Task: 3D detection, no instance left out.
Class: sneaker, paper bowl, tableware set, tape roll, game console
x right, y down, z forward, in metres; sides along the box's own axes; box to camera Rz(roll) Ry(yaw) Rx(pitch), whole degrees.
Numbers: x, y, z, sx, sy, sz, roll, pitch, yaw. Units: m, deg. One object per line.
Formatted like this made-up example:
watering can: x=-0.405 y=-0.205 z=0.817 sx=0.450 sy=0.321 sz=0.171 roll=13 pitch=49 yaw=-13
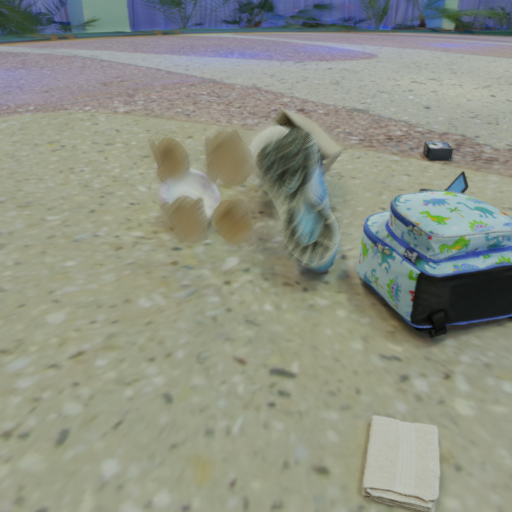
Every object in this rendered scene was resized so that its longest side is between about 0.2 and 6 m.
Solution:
sneaker: x=0.858 y=-1.086 z=11.222 sx=1.253 sy=1.437 sz=3.196 roll=-15 pitch=64 yaw=10
paper bowl: x=-1.564 y=-1.252 z=12.821 sx=1.345 sy=0.700 sz=1.345 roll=7 pitch=68 yaw=-18
tableware set: x=-0.925 y=-1.149 z=9.976 sx=2.484 sy=2.075 sz=0.288 roll=4 pitch=24 yaw=38
tape roll: x=0.553 y=-2.193 z=13.332 sx=1.028 sy=1.497 sz=1.497 roll=24 pitch=8 yaw=-42
game console: x=4.656 y=-1.659 z=13.985 sx=1.025 sy=0.710 sz=1.201 roll=7 pitch=28 yaw=11

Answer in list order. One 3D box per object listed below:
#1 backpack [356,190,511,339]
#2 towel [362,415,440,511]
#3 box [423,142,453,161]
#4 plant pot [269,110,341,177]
backpack: x=3.153 y=-0.103 z=9.869 sx=2.387 sy=1.917 sz=2.609 roll=-8 pitch=25 yaw=-21
towel: x=1.779 y=2.485 z=6.853 sx=0.872 sy=0.227 sz=1.315 roll=8 pitch=29 yaw=12
box: x=5.560 y=-3.202 z=17.121 sx=0.701 sy=0.432 sz=0.696 roll=0 pitch=30 yaw=0
plant pot: x=1.160 y=-2.557 z=14.249 sx=1.708 sy=1.710 sz=1.514 roll=48 pitch=37 yaw=13
